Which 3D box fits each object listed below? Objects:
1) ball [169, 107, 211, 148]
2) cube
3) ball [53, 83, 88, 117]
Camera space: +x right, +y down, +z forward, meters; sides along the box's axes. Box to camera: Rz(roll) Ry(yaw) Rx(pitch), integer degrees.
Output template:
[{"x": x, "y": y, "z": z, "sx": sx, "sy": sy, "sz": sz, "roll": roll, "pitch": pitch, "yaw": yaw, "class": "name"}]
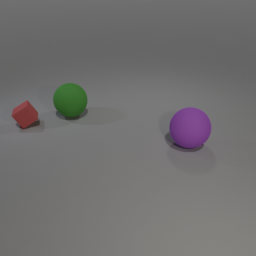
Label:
[{"x": 2.123, "y": -0.008, "z": 9.577, "sx": 1.400, "sy": 1.400, "sz": 1.400, "roll": 0, "pitch": 29, "yaw": 0, "class": "ball"}, {"x": -4.046, "y": -0.540, "z": 11.036, "sx": 0.700, "sy": 0.700, "sz": 0.700, "roll": -33, "pitch": 31, "yaw": 1, "class": "cube"}, {"x": -2.387, "y": -1.162, "z": 11.628, "sx": 1.400, "sy": 1.400, "sz": 1.400, "roll": 0, "pitch": 29, "yaw": 0, "class": "ball"}]
